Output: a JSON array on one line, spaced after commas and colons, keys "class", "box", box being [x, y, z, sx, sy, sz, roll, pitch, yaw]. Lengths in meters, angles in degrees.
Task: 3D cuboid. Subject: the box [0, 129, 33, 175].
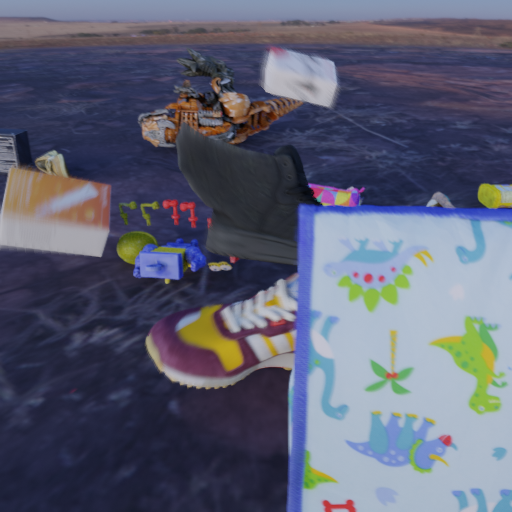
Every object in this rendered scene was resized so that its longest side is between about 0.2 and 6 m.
[{"class": "box", "box": [-6.141, -2.561, 13.735, 1.031, 1.022, 0.635, 5, 26, 9]}]

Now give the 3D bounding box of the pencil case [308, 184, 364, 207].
[{"class": "pencil case", "box": [1.316, -1.096, 11.105, 1.605, 0.709, 0.709, 8, 27, 17]}]

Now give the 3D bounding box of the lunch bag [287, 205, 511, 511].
[{"class": "lunch bag", "box": [1.449, 0.920, 4.473, 2.360, 2.776, 1.769, 2, 26, 6]}]

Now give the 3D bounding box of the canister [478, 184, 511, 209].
[{"class": "canister", "box": [5.264, -1.253, 11.745, 0.932, 0.403, 0.692, -1, 26, -6]}]

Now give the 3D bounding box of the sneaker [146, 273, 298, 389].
[{"class": "sneaker", "box": [0.130, 0.671, 6.087, 2.620, 1.181, 0.982, 0, 40, -34]}]

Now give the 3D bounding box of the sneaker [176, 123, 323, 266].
[{"class": "sneaker", "box": [0.363, -0.581, 6.052, 2.586, 1.349, 0.777, 8, 2, 7]}]

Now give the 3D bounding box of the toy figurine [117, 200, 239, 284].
[{"class": "toy figurine", "box": [-1.456, -0.137, 8.448, 2.174, 1.147, 1.303, 5, 22, 17]}]

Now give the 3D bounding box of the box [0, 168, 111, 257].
[{"class": "box", "box": [-3.052, -0.643, 8.573, 1.505, 0.734, 0.936, 8, 53, -23]}]

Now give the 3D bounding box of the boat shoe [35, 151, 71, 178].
[{"class": "boat shoe", "box": [-4.833, -2.105, 13.302, 0.557, 0.646, 1.770, -23, 31, -21]}]

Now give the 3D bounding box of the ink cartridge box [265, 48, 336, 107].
[{"class": "ink cartridge box", "box": [0.742, -3.001, 9.375, 1.103, 0.457, 0.810, 10, 44, -8]}]

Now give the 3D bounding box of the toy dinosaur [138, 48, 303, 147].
[{"class": "toy dinosaur", "box": [-1.046, -4.109, 16.438, 4.805, 2.455, 3.261, 5, 35, -33]}]

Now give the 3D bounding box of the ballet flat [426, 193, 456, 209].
[{"class": "ballet flat", "box": [3.559, -0.824, 10.765, 0.512, 0.518, 1.522, -10, 25, -3]}]
